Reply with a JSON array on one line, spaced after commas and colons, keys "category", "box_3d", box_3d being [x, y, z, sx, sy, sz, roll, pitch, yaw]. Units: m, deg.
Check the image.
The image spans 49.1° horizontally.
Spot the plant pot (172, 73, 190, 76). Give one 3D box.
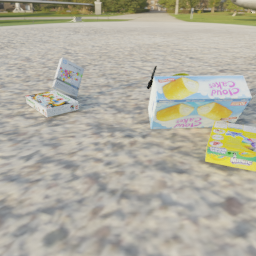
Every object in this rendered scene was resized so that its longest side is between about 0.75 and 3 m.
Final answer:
[{"category": "plant pot", "box_3d": [1.692, -1.275, 9.071, 0.757, 0.729, 0.757, -14, 35, 10]}]

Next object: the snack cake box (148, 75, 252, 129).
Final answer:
[{"category": "snack cake box", "box_3d": [2.027, -0.747, 8.417, 2.672, 1.537, 0.898, -2, 57, -4]}]

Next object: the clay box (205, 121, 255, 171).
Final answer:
[{"category": "clay box", "box_3d": [2.710, 0.452, 7.248, 1.196, 0.495, 2.082, 10, 26, 20]}]

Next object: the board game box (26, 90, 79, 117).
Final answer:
[{"category": "board game box", "box_3d": [-2.834, -0.940, 10.374, 1.230, 0.337, 1.949, -18, 30, -35]}]

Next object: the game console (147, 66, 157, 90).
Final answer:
[{"category": "game console", "box_3d": [1.010, -2.076, 11.337, 0.123, 1.019, 0.601, 21, -16, -8]}]

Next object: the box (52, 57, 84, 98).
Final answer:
[{"category": "box", "box_3d": [-2.358, -1.970, 11.088, 1.030, 1.321, 0.272, 25, -25, -34]}]
